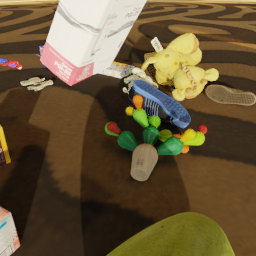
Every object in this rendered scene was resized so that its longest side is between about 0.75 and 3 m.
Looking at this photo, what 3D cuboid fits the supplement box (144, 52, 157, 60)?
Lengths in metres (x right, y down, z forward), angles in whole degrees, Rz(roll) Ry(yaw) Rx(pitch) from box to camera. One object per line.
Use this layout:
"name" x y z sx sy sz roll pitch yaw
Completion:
"supplement box" 1.450 -3.862 15.067 1.128 0.388 0.375 -18 32 -23

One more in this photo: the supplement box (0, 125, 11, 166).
"supplement box" -3.699 0.449 6.997 1.103 1.087 0.732 -21 36 -31

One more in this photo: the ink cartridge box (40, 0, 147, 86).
"ink cartridge box" -0.527 -1.785 4.685 0.767 1.853 1.358 42 39 6

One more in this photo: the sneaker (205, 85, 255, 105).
"sneaker" 3.824 -1.198 10.467 1.803 0.635 0.681 19 17 22

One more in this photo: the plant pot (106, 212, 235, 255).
"plant pot" 0.614 2.085 3.618 2.094 2.094 2.238 14 18 22

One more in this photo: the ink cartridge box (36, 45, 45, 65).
"ink cartridge box" -3.223 -3.652 14.141 2.598 0.992 1.773 -26 39 -34

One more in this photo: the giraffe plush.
"giraffe plush" 2.127 -2.081 10.520 2.743 2.367 2.225 8 41 -52

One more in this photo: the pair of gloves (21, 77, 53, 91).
"pair of gloves" -3.838 -1.854 11.809 1.028 0.212 1.209 -28 38 -33

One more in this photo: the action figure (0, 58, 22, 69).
"action figure" -3.769 -1.976 8.373 0.439 0.347 1.342 6 2 36

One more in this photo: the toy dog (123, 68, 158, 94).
"toy dog" 0.426 -1.498 10.693 1.304 0.938 1.345 25 34 0

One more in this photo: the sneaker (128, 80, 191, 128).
"sneaker" 0.973 -0.639 9.268 2.325 0.906 0.815 40 44 19

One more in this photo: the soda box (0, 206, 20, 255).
"soda box" -3.067 2.261 4.076 0.984 0.915 2.879 16 34 26

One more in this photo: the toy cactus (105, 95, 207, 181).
"toy cactus" 0.613 0.309 7.280 2.768 1.416 2.284 14 42 7

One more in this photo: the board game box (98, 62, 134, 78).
"board game box" -0.708 -2.822 13.361 1.694 0.290 1.139 19 35 29
